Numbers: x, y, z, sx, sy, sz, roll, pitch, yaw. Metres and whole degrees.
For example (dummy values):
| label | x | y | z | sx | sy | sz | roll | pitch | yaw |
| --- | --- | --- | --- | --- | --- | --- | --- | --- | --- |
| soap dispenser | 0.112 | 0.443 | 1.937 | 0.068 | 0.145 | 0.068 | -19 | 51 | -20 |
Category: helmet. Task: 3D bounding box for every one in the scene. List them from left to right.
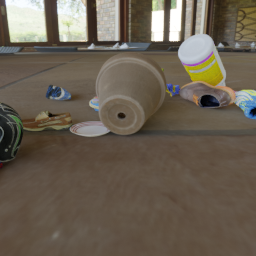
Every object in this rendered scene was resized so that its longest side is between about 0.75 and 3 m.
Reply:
| label | x | y | z | sx | sy | sz | roll | pitch | yaw |
| --- | --- | --- | --- | --- | --- | --- | --- | --- | --- |
| helmet | -3.016 | 0.031 | 6.228 | 1.373 | 1.309 | 1.373 | 4 | 5 | 0 |

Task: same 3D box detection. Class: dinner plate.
| label | x | y | z | sx | sy | sz | roll | pitch | yaw |
| --- | --- | --- | --- | --- | --- | --- | --- | --- | --- |
| dinner plate | -1.073 | 0.045 | 8.330 | 1.268 | 0.154 | 1.268 | 1 | 19 | 0 |

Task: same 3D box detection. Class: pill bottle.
| label | x | y | z | sx | sy | sz | roll | pitch | yaw |
| --- | --- | --- | --- | --- | --- | --- | --- | --- | --- |
| pill bottle | 3.278 | -2.523 | 11.914 | 1.432 | 2.746 | 1.432 | -19 | 50 | 24 |

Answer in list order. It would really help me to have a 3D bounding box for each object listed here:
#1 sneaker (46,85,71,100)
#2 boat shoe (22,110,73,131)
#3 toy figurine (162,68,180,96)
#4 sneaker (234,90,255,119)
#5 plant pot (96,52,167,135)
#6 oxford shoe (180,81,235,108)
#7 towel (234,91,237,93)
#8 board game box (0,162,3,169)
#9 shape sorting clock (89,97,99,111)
| label | x | y | z | sx | sy | sz | roll | pitch | yaw |
| --- | --- | --- | --- | --- | --- | --- | --- | --- | --- |
| sneaker | -3.114 | -1.494 | 12.368 | 0.664 | 0.652 | 1.723 | 17 | 4 | -38 |
| boat shoe | -2.479 | -0.258 | 8.540 | 1.571 | 0.580 | 0.594 | -2 | 19 | -6 |
| toy figurine | 1.931 | -1.987 | 12.736 | 1.344 | 1.183 | 2.243 | 12 | 6 | -4 |
| sneaker | 4.363 | -0.849 | 9.970 | 1.096 | 0.790 | 2.086 | -11 | 22 | -27 |
| plant pot | -0.051 | -0.854 | 8.307 | 2.254 | 2.254 | 1.966 | 4 | 35 | 10 |
| oxford shoe | 2.922 | -1.307 | 11.221 | 0.928 | 0.907 | 2.544 | -28 | 25 | -30 |
| towel | 4.876 | -1.516 | 12.778 | 1.177 | 0.241 | 1.609 | -18 | 26 | -41 |
| board game box | -3.221 | 0.972 | 5.575 | 0.786 | 0.211 | 1.310 | 7 | 20 | 8 |
| shape sorting clock | -0.066 | -1.154 | 11.179 | 2.950 | 0.579 | 2.950 | 0 | 18 | 0 |
